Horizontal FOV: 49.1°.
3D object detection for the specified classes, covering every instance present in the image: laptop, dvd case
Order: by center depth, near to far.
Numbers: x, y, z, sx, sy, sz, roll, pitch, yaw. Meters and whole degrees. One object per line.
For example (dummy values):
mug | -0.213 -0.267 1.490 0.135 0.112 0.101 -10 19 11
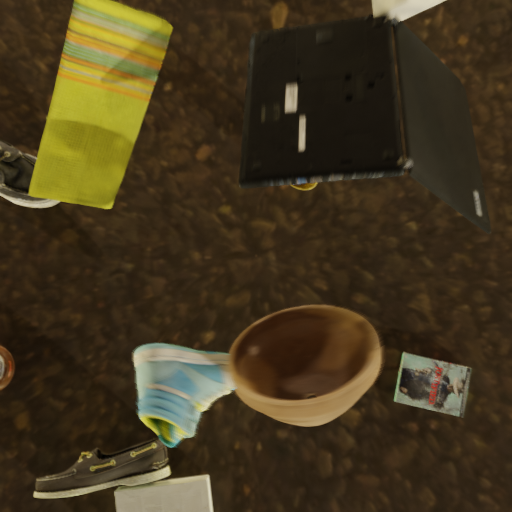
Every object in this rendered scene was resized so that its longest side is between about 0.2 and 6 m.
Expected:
laptop | 1.900 -2.218 9.727 3.924 2.027 3.478 -4 60 11
dvd case | 3.233 2.359 10.265 1.260 0.139 0.920 13 82 1

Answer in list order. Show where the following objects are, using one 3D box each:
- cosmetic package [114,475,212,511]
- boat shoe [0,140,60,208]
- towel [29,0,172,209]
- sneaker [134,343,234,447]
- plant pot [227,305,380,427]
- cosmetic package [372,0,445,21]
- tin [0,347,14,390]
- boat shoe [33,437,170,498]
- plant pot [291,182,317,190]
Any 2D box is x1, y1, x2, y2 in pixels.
cosmetic package | -1.575 4.594 9.774 1.635 0.422 1.233 -7 80 -1
boat shoe | -4.953 -1.807 10.495 2.820 0.934 0.986 30 82 4
towel | -2.733 -2.474 9.593 1.552 0.326 3.606 9 122 -31
sneaker | -0.913 2.322 9.003 2.293 0.912 1.497 14 57 -29
plant pot | 0.801 1.861 8.808 2.353 2.353 1.086 -15 119 -2
cosmetic package | 2.606 -4.798 9.656 0.673 1.095 1.092 -6 91 -37
tin | -5.253 2.041 10.242 1.565 0.328 0.876 2 77 1
boat shoe | -2.687 3.688 9.752 2.297 0.819 0.692 -8 79 -8
plant pot | 0.922 -1.790 10.608 0.886 0.886 0.629 35 59 5
